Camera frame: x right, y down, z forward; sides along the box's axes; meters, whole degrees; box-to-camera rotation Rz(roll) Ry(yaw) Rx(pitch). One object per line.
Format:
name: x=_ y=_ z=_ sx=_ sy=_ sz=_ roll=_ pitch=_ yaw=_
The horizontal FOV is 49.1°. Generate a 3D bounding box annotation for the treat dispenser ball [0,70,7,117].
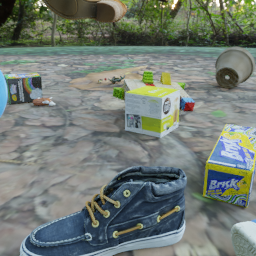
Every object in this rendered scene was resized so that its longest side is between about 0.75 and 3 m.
treat dispenser ball: x=-4.701 y=-0.988 z=7.644 sx=2.602 sy=2.602 sz=2.602 roll=0 pitch=20 yaw=0

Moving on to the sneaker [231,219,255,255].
sneaker: x=2.161 y=1.612 z=2.855 sx=1.219 sy=0.841 sz=2.191 roll=-12 pitch=15 yaw=-8

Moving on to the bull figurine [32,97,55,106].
bull figurine: x=-3.282 y=-1.045 z=11.062 sx=0.935 sy=0.305 sz=0.568 roll=3 pitch=18 yaw=6

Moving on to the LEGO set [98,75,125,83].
LEGO set: x=-0.873 y=-2.596 z=15.431 sx=1.530 sy=0.434 sz=0.994 roll=-6 pitch=14 yaw=23

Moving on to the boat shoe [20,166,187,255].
boat shoe: x=-0.288 y=1.138 z=3.849 sx=2.335 sy=1.060 sz=0.826 roll=-6 pitch=21 yaw=-17

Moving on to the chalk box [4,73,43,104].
chalk box: x=-4.506 y=-1.647 z=11.574 sx=1.735 sy=1.083 sz=1.075 roll=-8 pitch=21 yaw=-24

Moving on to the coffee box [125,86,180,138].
coffee box: x=0.734 y=-0.536 z=8.306 sx=1.206 sy=1.193 sz=1.204 roll=12 pitch=23 yaw=31

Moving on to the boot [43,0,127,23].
boot: x=-1.468 y=-4.522 z=10.242 sx=2.860 sy=1.054 sz=2.213 roll=21 pitch=30 yaw=1

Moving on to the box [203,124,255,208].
box: x=2.190 y=0.630 z=5.748 sx=0.810 sy=0.743 sz=2.311 roll=9 pitch=22 yaw=25

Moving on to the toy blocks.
toy blocks: x=1.001 y=-0.982 z=9.761 sx=2.751 sy=1.375 sz=1.881 roll=1 pitch=31 yaw=-15

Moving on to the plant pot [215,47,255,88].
plant pot: x=5.289 y=-2.930 z=14.338 sx=1.973 sy=1.973 sz=1.712 roll=12 pitch=38 yaw=30
